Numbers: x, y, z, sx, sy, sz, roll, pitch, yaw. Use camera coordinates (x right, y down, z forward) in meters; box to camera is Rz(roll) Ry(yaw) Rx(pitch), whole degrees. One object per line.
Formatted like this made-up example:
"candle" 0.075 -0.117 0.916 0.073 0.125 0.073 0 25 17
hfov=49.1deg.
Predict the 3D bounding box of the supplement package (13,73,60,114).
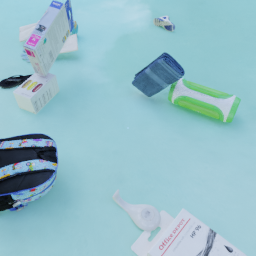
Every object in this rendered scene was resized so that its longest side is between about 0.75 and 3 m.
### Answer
"supplement package" -3.553 -1.434 11.002 0.882 0.850 1.551 20 52 17

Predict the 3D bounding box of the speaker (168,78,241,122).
"speaker" 2.826 -1.063 10.525 2.500 1.106 1.106 22 52 19

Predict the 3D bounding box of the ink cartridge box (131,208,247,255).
"ink cartridge box" 1.515 3.148 6.868 2.653 0.900 1.539 33 56 26

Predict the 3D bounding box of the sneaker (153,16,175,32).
"sneaker" 2.081 -5.721 15.071 1.301 0.526 0.752 35 59 29

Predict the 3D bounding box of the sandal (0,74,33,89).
"sandal" -4.677 -2.084 11.932 1.586 0.339 0.603 -16 50 -14

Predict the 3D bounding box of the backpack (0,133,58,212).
"backpack" -3.131 1.248 8.100 2.357 1.586 2.152 -11 49 -9

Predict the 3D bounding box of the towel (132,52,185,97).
"towel" 1.091 -1.913 10.351 1.120 2.005 0.487 38 54 -17

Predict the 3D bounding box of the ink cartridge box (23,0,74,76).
"ink cartridge box" -2.874 -3.507 10.565 0.574 1.633 2.737 22 68 6

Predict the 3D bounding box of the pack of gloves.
"pack of gloves" -3.799 -4.200 13.564 2.861 0.565 2.404 -13 64 4

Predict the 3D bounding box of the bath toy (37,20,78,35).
"bath toy" -3.690 -5.151 14.270 2.188 0.952 0.809 8 37 10

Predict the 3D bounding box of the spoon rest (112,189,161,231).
"spoon rest" 0.237 2.326 7.966 1.496 0.453 0.743 31 56 15
